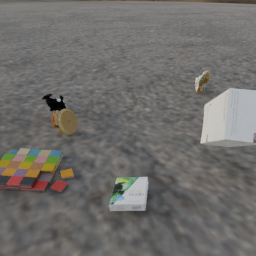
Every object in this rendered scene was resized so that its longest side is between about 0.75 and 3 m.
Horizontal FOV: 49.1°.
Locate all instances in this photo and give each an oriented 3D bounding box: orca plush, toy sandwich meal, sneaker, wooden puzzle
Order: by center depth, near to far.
[{"bbox_3d":[-2.501,0.983,6.937,2.448,0.172,1.452,3,29,4],"label":"wooden puzzle"},{"bbox_3d":[-1.885,-0.180,8.406,0.299,0.872,0.872,-12,20,34],"label":"toy sandwich meal"},{"bbox_3d":[-2.356,-0.798,9.445,0.437,1.230,0.647,39,76,19],"label":"orca plush"},{"bbox_3d":[2.846,-1.897,11.000,0.438,1.159,0.508,-8,58,-11],"label":"sneaker"}]

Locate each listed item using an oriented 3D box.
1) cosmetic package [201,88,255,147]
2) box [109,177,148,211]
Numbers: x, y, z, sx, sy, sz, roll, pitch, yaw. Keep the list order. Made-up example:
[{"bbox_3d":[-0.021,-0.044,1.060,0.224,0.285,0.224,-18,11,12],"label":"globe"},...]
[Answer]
[{"bbox_3d":[2.390,-0.153,6.618,0.820,1.141,2.022,7,-7,3],"label":"cosmetic package"},{"bbox_3d":[0.042,1.400,6.043,0.734,0.185,1.017,-3,21,9],"label":"box"}]
